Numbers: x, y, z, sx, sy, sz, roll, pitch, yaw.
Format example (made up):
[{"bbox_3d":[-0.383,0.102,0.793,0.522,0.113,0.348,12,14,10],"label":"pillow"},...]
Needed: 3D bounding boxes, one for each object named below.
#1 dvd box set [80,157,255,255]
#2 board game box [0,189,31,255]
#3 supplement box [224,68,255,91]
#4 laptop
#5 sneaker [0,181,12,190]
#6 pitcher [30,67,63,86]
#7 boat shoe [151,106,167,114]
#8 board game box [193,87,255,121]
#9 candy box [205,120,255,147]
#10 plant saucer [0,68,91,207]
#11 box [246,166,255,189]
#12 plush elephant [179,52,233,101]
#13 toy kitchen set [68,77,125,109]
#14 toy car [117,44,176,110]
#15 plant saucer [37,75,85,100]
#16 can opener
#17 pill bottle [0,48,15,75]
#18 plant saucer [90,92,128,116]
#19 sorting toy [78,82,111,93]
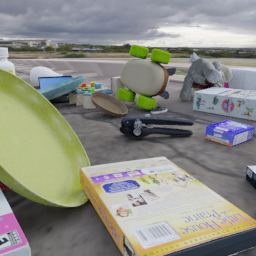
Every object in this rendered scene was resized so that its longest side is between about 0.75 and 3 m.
[{"bbox_3d":[0.413,1.061,4.065,1.684,0.338,2.301,-5,18,-25],"label":"dvd box set"},{"bbox_3d":[-2.351,1.341,2.564,2.453,0.788,1.810,-12,20,-33],"label":"board game box"},{"bbox_3d":[5.563,-1.901,12.263,1.338,1.311,2.590,-7,18,-22],"label":"supplement box"},{"bbox_3d":[-3.042,-1.735,12.387,1.591,0.927,1.795,-7,18,-21],"label":"laptop"},{"bbox_3d":[-2.265,0.827,4.746,1.202,0.484,0.449,-14,20,-38],"label":"sneaker"},{"bbox_3d":[-4.519,-2.818,16.018,1.803,1.093,1.547,11,-2,0],"label":"pitcher"},{"bbox_3d":[1.138,-0.673,10.106,0.769,0.218,0.264,-14,22,-39],"label":"boat shoe"},{"bbox_3d":[3.813,-0.946,10.116,2.333,0.750,1.721,13,22,41],"label":"board game box"},{"bbox_3d":[2.627,0.117,7.248,0.967,0.372,0.818,-11,22,-36],"label":"candy box"},{"bbox_3d":[-1.540,0.170,4.417,0.407,2.620,2.620,-36,13,11],"label":"plant saucer"},{"bbox_3d":[2.708,1.016,4.446,1.019,0.281,1.492,-1,17,-3],"label":"box"},{"bbox_3d":[3.524,-2.049,12.315,1.899,2.020,2.452,31,42,-25],"label":"plush elephant"},{"bbox_3d":[-1.276,-1.524,11.412,1.840,1.084,1.474,-14,22,-40],"label":"toy kitchen set"},{"bbox_3d":[1.145,-1.880,11.161,2.024,2.107,2.565,26,14,38],"label":"toy car"},{"bbox_3d":[-3.037,-1.512,11.429,2.831,0.388,2.831,-18,16,5],"label":"plant saucer"},{"bbox_3d":[0.776,-0.064,7.400,2.004,0.635,0.788,-2,16,-4],"label":"can opener"},{"bbox_3d":[-4.758,-1.772,10.242,1.240,2.228,1.240,1,16,0],"label":"pill bottle"},{"bbox_3d":[-0.673,-0.810,9.695,1.415,0.208,1.415,23,24,-11],"label":"plant saucer"},{"bbox_3d":[-1.948,-2.145,14.603,1.686,0.408,2.995,-9,19,-28],"label":"sorting toy"}]
